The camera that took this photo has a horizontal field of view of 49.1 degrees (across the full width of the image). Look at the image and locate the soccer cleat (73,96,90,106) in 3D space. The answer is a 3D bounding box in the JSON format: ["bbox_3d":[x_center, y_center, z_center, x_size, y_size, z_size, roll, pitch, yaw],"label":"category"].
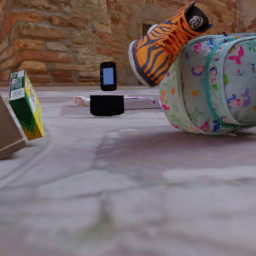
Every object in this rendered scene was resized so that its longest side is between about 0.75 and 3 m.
[{"bbox_3d":[-1.899,-1.193,12.742,1.245,0.432,0.483,10,7,13],"label":"soccer cleat"}]

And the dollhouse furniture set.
[{"bbox_3d":[-3.278,-0.018,4.082,2.791,1.854,2.446,-28,20,-20],"label":"dollhouse furniture set"}]

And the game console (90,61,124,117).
[{"bbox_3d":[-0.706,-1.297,9.189,1.116,1.892,0.228,-1,-13,-7],"label":"game console"}]

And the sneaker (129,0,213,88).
[{"bbox_3d":[0.776,-1.580,4.830,1.167,0.808,2.083,-27,28,38],"label":"sneaker"}]

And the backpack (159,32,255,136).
[{"bbox_3d":[1.986,-0.930,6.045,2.490,2.211,1.875,-8,7,-16],"label":"backpack"}]

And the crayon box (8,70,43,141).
[{"bbox_3d":[-1.909,-0.441,5.300,0.311,0.920,1.067,-17,40,-6],"label":"crayon box"}]

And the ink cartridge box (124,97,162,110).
[{"bbox_3d":[0.327,-1.048,11.779,2.663,0.494,1.261,-2,10,-25],"label":"ink cartridge box"}]
